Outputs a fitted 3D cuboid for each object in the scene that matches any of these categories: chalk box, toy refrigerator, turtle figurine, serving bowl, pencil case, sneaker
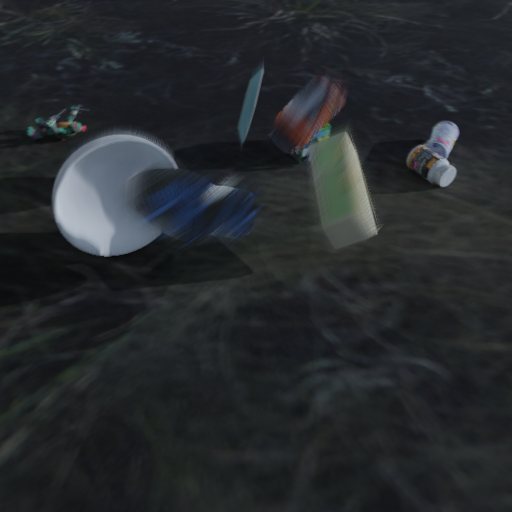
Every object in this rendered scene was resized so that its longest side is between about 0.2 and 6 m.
[{"bbox_3d":[1.281,-2.932,13.969,0.875,0.881,1.411,-21,46,-22],"label":"chalk box"},{"bbox_3d":[1.637,-1.339,10.927,0.857,0.790,2.258,-19,49,18],"label":"toy refrigerator"},{"bbox_3d":[-5.111,-3.403,14.603,1.538,0.775,1.152,-6,23,17],"label":"turtle figurine"},{"bbox_3d":[-2.711,-1.237,10.736,2.470,2.470,0.812,-21,42,-23],"label":"serving bowl"},{"bbox_3d":[4.625,-2.856,14.091,0.651,0.596,1.434,15,42,26],"label":"pencil case"},{"bbox_3d":[-1.187,-0.799,9.327,1.144,1.124,2.969,10,-1,30],"label":"sneaker"}]

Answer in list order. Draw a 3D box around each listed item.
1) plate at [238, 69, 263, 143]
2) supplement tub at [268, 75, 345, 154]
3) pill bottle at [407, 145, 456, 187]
[{"bbox_3d":[-0.164,-3.235,12.040,0.204,1.595,1.595,14,40,-7],"label":"plate"},{"bbox_3d":[0.769,-2.205,8.871,1.231,0.659,0.659,-45,49,4],"label":"supplement tub"},{"bbox_3d":[4.130,-2.109,13.203,0.627,0.627,1.077,-21,45,-23],"label":"pill bottle"}]
